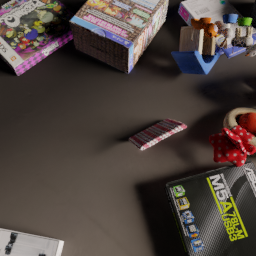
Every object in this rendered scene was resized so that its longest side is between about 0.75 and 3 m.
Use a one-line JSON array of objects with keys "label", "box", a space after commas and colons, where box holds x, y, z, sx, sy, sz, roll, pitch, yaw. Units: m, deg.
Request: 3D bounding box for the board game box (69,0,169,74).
[{"label": "board game box", "box": [-0.216, -3.516, 9.237, 2.121, 1.288, 2.660, 28, 69, 12]}]

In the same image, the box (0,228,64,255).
[{"label": "box", "box": [-2.448, 3.037, 6.768, 1.551, 0.466, 0.905, 10, 66, 5]}]

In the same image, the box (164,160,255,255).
[{"label": "box", "box": [2.445, 2.313, 7.024, 2.442, 0.601, 2.528, -14, 67, -3]}]

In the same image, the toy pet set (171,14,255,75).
[{"label": "toy pet set", "box": [2.465, -2.214, 7.973, 2.649, 1.407, 2.473, -9, 17, -39]}]

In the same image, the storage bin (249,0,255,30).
[{"label": "storage bin", "box": [5.576, -3.821, 9.430, 2.606, 1.222, 1.762, 21, 68, 8]}]

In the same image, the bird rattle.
[{"label": "bird rattle", "box": [3.435, 0.204, 7.797, 2.457, 1.384, 2.003, -3, 41, 3]}]

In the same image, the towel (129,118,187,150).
[{"label": "towel", "box": [0.799, 0.174, 7.820, 1.450, 1.061, 0.217, -27, 106, -10]}]

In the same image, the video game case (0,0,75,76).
[{"label": "video game case", "box": [-3.408, -3.478, 9.657, 2.842, 0.509, 2.576, -40, 72, -16]}]

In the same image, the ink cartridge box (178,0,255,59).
[{"label": "ink cartridge box", "box": [3.156, -3.499, 9.611, 1.647, 0.579, 2.761, -25, 66, -15]}]
